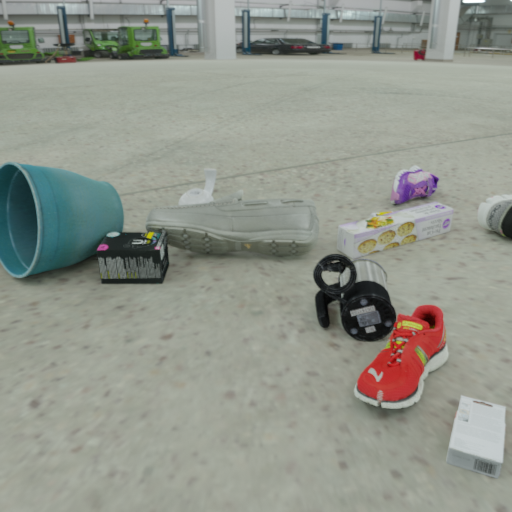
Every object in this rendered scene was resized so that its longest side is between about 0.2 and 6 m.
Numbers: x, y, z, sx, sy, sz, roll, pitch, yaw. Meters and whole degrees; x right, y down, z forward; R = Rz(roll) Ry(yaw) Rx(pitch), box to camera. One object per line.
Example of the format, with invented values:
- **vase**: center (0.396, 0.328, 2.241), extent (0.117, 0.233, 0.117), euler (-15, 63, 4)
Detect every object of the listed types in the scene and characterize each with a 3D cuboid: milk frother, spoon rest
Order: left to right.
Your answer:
- **spoon rest**: center (-1.415, -1.630, 14.553), extent (0.880, 0.537, 1.772), euler (5, 39, 14)
- **milk frother**: center (1.535, 0.412, 8.905), extent (1.275, 1.412, 1.328), euler (1, 24, 5)

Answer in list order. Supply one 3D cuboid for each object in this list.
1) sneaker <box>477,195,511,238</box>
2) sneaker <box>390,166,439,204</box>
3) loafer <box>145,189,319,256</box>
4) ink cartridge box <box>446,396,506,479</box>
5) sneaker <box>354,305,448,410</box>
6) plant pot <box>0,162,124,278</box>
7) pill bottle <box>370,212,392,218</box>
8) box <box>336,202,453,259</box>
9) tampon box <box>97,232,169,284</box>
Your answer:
- **sneaker**: center (6.375, -0.848, 12.143), extent (2.810, 1.036, 1.229), euler (-6, 26, -3)
- **sneaker**: center (4.148, -1.799, 14.501), extent (0.889, 0.809, 2.011), euler (24, 32, 27)
- **loafer**: center (-0.462, -0.719, 11.296), extent (3.451, 1.207, 1.204), euler (4, 67, -4)
- **ink cartridge box**: center (2.620, 2.106, 6.619), extent (0.564, 0.261, 1.036), euler (11, 26, 22)
- **sneaker**: center (1.960, 1.269, 7.562), extent (0.840, 0.926, 2.182), euler (9, 24, 33)
- **plant pot**: center (-3.752, -0.727, 10.854), extent (2.106, 2.106, 1.979), euler (23, 20, 40)
- **pill bottle**: center (2.958, -0.828, 12.820), extent (0.655, 0.358, 0.358), euler (-6, 25, -12)
- **box**: center (3.020, -0.585, 12.034), extent (2.884, 0.598, 0.558), euler (-13, 29, -28)
- **tampon box**: center (-2.287, 0.029, 10.538), extent (1.154, 0.728, 0.865), euler (0, 25, 0)
